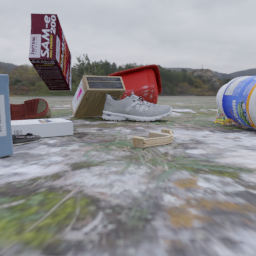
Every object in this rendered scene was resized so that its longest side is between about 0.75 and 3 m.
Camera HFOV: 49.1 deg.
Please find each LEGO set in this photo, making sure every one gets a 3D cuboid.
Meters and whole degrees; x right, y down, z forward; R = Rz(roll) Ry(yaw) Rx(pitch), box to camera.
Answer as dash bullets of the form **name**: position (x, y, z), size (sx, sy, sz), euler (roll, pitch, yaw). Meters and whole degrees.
- **LEGO set**: position (3.284, -0.424, 9.642), size (0.605, 0.490, 1.316), euler (3, 8, 19)

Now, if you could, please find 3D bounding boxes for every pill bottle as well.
- **pill bottle**: position (3.655, -0.768, 8.244), size (1.512, 1.512, 2.698), euler (-1, 9, -5)

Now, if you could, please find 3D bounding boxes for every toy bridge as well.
- **toy bridge**: position (0.698, 0.209, 6.099), size (0.520, 0.211, 1.548), euler (8, 11, 30)

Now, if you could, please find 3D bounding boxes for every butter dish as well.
- **butter dish**: position (0.511, -1.605, 13.826), size (2.529, 1.874, 2.536), euler (-13, -31, 5)

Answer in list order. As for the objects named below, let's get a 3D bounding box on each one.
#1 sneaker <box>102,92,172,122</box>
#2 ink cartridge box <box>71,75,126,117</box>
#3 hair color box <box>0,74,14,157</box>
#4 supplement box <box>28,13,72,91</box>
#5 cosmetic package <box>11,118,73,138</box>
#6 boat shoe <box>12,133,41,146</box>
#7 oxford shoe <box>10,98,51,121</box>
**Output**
- **sneaker**: position (0.326, -0.785, 10.174), size (2.565, 1.052, 0.959), euler (0, 8, 2)
- **ink cartridge box**: position (-1.224, -1.211, 11.086), size (1.603, 0.731, 1.945), euler (-3, -27, -29)
- **hair color box**: position (-3.350, -0.273, 5.210), size (2.820, 1.396, 0.855), euler (5, 9, 34)
- **supplement box**: position (-2.268, -2.151, 8.515), size (0.766, 1.369, 2.516), euler (-1, -11, -2)
- **cosmetic package**: position (-2.259, -0.003, 7.072), size (1.468, 0.379, 1.107), euler (-5, 6, -29)
- **boat shoe**: position (-2.191, 0.199, 6.048), size (0.284, 0.242, 0.849), euler (4, 9, 25)
- **oxford shoe**: position (-3.558, -0.312, 8.800), size (2.298, 0.810, 0.860), euler (-6, -25, -2)
